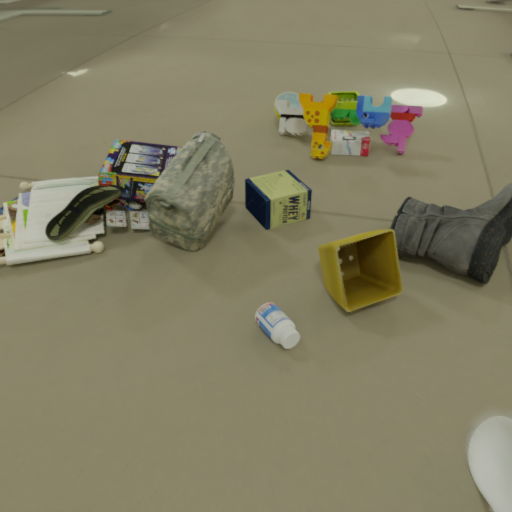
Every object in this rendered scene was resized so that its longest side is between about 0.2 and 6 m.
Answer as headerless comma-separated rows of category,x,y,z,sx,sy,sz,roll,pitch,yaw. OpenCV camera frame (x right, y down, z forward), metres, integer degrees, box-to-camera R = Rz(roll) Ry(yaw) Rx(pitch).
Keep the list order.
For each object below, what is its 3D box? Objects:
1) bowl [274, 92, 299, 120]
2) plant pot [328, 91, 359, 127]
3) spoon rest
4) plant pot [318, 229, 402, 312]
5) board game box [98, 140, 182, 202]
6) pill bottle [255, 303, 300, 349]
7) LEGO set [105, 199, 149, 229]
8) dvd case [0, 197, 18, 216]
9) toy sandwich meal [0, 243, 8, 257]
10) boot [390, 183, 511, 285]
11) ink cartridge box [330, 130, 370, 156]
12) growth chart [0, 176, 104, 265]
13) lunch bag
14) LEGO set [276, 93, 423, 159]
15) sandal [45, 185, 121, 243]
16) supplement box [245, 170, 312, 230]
bowl,1.039,-4.449,17.364,1.095,0.589,1.095,5,66,-11
plant pot,2.719,-4.524,17.349,0.948,0.860,0.943,-1,36,-2
spoon rest,3.243,2.951,6.937,0.622,1.019,2.051,16,36,-24
plant pot,1.828,0.177,10.474,1.240,1.240,1.094,-16,15,-19
board game box,-2.698,-2.083,13.764,1.935,0.664,2.341,7,30,-7
pill bottle,0.378,1.220,9.674,0.472,0.472,0.840,-19,41,-25
LEGO set,-2.805,-1.087,13.149,1.499,0.492,2.006,1,35,-19
dvd case,-5.378,-1.030,13.121,1.270,0.111,0.906,12,36,16
toy sandwich meal,-5.866,-0.203,11.676,1.289,0.441,1.289,0,36,0
boot,4.291,-0.881,12.014,2.287,1.213,3.475,20,37,28
ink cartridge box,2.646,-3.197,15.840,1.082,0.463,0.799,5,36,4
growth chart,-4.627,-0.933,12.731,2.623,0.321,3.625,-4,36,-9
lunch bag,-1.342,-1.397,11.677,1.408,1.695,2.020,27,63,7
LEGO set,2.325,-3.482,15.554,4.172,1.712,1.591,8,5,19
sandal,-3.758,-0.908,12.206,0.762,0.548,1.919,25,57,31
supplement box,0.495,-1.316,12.938,1.159,0.779,1.160,-16,39,-21
